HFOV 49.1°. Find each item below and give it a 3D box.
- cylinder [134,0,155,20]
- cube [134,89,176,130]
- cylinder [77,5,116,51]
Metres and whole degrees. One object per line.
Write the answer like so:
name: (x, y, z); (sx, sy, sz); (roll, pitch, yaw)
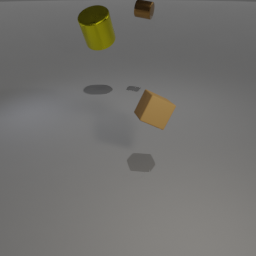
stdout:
cylinder: (0.691, -5.021, 11.864); (0.700, 0.700, 0.700); (16, 31, 14)
cube: (0.671, -0.479, 7.174); (0.700, 0.700, 0.700); (22, 14, -19)
cylinder: (-1.374, -4.449, 12.492); (1.400, 1.400, 1.400); (-6, 56, 8)
